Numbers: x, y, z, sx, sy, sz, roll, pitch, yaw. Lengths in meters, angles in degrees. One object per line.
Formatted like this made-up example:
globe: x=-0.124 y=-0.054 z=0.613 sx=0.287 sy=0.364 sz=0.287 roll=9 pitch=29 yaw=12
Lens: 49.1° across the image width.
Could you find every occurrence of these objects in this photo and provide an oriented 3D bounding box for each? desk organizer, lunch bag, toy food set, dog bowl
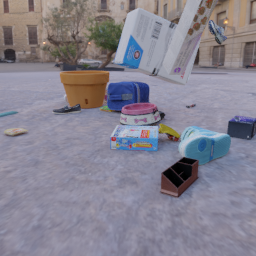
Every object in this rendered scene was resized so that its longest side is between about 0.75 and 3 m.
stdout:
desk organizer: x=1.235 y=1.117 z=6.571 sx=0.452 sy=0.485 sz=1.261 roll=10 pitch=18 yaw=33
lunch bag: x=-0.141 y=-1.666 z=14.621 sx=2.219 sy=1.507 sz=1.468 roll=5 pitch=7 yaw=43
toy food set: x=1.483 y=0.241 z=9.945 sx=1.080 sy=0.353 sz=0.636 roll=24 pitch=22 yaw=-24
dog bowl: x=0.528 y=-0.645 z=12.519 sx=1.847 sy=0.681 sz=1.847 roll=-5 pitch=17 yaw=2

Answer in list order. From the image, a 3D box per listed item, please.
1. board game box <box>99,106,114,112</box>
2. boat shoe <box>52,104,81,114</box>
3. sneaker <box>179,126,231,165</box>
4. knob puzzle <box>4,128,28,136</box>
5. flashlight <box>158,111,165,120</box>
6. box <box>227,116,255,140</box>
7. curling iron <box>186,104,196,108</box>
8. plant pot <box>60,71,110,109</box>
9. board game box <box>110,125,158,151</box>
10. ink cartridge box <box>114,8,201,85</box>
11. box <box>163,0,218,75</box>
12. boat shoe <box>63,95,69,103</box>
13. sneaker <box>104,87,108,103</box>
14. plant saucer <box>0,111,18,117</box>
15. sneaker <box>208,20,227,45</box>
board game box: x=-0.976 y=-1.102 z=15.479 sx=0.654 sy=0.205 sz=1.369 roll=10 pitch=15 yaw=24
boat shoe: x=-3.195 y=-1.015 z=14.614 sx=1.497 sy=0.470 sz=0.544 roll=-6 pitch=16 yaw=-20
sneaker: x=1.923 y=0.459 z=8.404 sx=2.186 sy=0.869 sz=1.427 roll=-1 pitch=14 yaw=-41
knob puzzle: x=-4.427 y=0.157 z=10.889 sx=0.900 sy=0.125 sz=0.900 roll=0 pitch=15 yaw=0
flashlight: x=1.272 y=-0.759 z=13.713 sx=0.487 sy=0.486 sz=1.434 roll=29 pitch=-2 yaw=-36
box: x=4.360 y=-0.031 z=10.638 sx=0.871 sy=0.614 sz=1.177 roll=10 pitch=17 yaw=31
curling iron: x=3.732 y=-1.323 z=16.399 sx=0.295 sy=0.152 sz=1.190 roll=10 pitch=18 yaw=36
plant pot: x=-2.502 y=-2.287 z=16.427 sx=2.853 sy=1.997 sz=2.853 roll=1 pitch=15 yaw=0
board game box: x=0.263 y=0.317 z=9.671 sx=1.538 sy=0.439 sz=1.571 roll=2 pitch=15 yaw=6
ink cartridge box: x=1.192 y=-3.162 z=11.323 sx=2.928 sy=2.138 sz=1.235 roll=15 pitch=5 yaw=-23
box: x=1.676 y=-2.657 z=7.671 sx=0.524 sy=2.710 sz=0.562 roll=-7 pitch=52 yaw=-21
boat shoe: x=-3.825 y=-1.951 z=18.006 sx=0.527 sy=0.558 sz=1.555 roll=5 pitch=13 yaw=15
sneaker: x=-0.860 y=-2.301 z=18.314 sx=0.685 sy=1.077 sz=1.890 roll=7 pitch=15 yaw=30
plant saucer: x=-6.183 y=-0.717 z=14.223 sx=0.423 sy=0.115 sz=1.209 roll=8 pitch=16 yaw=27
sneaker: x=2.756 y=-2.982 z=8.599 sx=0.340 sy=0.798 sz=0.308 roll=-34 pitch=12 yaw=-1
